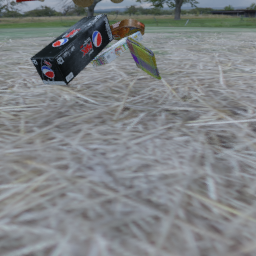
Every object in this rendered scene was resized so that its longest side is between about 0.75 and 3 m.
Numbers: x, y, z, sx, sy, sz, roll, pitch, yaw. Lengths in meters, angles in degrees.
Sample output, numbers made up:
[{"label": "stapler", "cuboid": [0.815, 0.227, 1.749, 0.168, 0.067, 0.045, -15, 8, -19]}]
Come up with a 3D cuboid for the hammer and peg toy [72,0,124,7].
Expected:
[{"label": "hammer and peg toy", "cuboid": [-0.557, -2.139, 3.380, 1.559, 0.747, 2.119, 3, -14, -32]}]

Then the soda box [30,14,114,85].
[{"label": "soda box", "cuboid": [-1.365, -2.108, 7.368, 0.859, 0.769, 2.427, 6, 44, 31]}]

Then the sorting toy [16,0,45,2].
[{"label": "sorting toy", "cuboid": [-3.177, -4.369, 8.070, 1.703, 0.596, 1.714, 11, 62, -18]}]

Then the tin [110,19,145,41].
[{"label": "tin", "cuboid": [-0.085, -3.754, 10.794, 0.987, 0.369, 1.762, 14, -7, -39]}]

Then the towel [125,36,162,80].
[{"label": "towel", "cuboid": [0.329, -1.346, 5.513, 0.714, 0.995, 0.113, 38, 84, 24]}]

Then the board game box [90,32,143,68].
[{"label": "board game box", "cuboid": [-0.356, -2.360, 8.486, 1.467, 0.251, 0.987, -41, 23, -23]}]
